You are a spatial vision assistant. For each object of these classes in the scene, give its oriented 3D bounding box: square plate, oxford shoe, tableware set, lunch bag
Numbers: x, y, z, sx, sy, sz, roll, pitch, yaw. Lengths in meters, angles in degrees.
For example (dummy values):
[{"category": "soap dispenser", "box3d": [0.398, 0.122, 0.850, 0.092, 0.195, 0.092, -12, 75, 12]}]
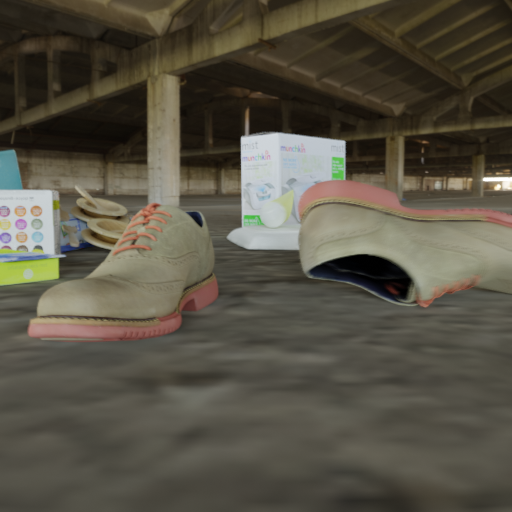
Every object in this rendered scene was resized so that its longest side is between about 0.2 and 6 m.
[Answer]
[{"category": "square plate", "box3d": [0.828, -0.405, 11.214, 2.530, 0.360, 2.507, -2, 6, -11]}, {"category": "oxford shoe", "box3d": [-0.902, 0.061, 4.194, 0.858, 0.911, 2.435, 1, 6, 8]}, {"category": "tableware set", "box3d": [-2.453, -0.631, 9.336, 1.489, 0.452, 2.253, 7, 17, -28]}, {"category": "oxford shoe", "box3d": [1.610, 0.118, 5.073, 2.607, 0.975, 0.918, 11, -35, -2]}, {"category": "lunch bag", "box3d": [-3.881, -0.416, 9.929, 1.778, 0.672, 1.425, 3, 9, 15]}]

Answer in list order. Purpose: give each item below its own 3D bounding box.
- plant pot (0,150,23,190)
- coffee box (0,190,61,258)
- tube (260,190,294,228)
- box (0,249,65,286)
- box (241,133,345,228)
[{"category": "plant pot", "box3d": [-6.402, -1.144, 11.733, 2.573, 1.819, 1.818, -13, 12, -33]}, {"category": "coffee box", "box3d": [-3.430, -0.428, 8.109, 1.052, 1.042, 1.054, -2, 6, -15]}, {"category": "tube", "box3d": [0.538, -0.969, 11.736, 0.580, 0.519, 2.000, -32, 2, 15]}, {"category": "box", "box3d": [-2.916, 0.118, 6.464, 1.320, 0.315, 0.805, 4, 8, 36]}, {"category": "box", "box3d": [0.979, -1.793, 14.315, 1.335, 2.436, 2.761, 5, 7, 43]}]
